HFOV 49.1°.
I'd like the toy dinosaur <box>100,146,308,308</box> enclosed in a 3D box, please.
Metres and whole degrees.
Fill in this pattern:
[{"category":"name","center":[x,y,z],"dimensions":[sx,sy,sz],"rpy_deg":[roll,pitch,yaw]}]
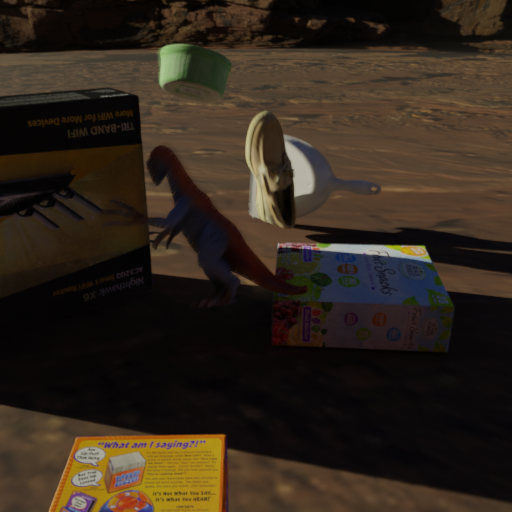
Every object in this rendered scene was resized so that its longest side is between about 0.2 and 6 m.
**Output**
[{"category":"toy dinosaur","center":[-0.628,-0.370,6.486],"dimensions":[2.114,1.918,1.110],"rpy_deg":[-6,-4,-6]}]

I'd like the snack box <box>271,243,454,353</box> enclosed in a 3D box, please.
[{"category":"snack box","center":[1.251,0.457,7.112],"dimensions":[2.046,0.693,1.726],"rpy_deg":[2,25,3]}]

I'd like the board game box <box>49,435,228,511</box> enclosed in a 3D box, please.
[{"category":"board game box","center":[-0.702,1.897,3.567],"dimensions":[1.037,1.037,1.036],"rpy_deg":[0,25,-1]}]

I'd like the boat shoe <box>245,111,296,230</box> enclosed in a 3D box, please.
[{"category":"boat shoe","center":[0.331,-1.325,8.989],"dimensions":[0.727,2.015,0.655],"rpy_deg":[-33,45,-30]}]

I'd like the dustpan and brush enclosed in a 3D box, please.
[{"category":"dustpan and brush","center":[1.013,-1.267,9.741],"dimensions":[2.229,1.555,0.638],"rpy_deg":[13,18,28]}]

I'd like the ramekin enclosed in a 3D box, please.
[{"category":"ramekin","center":[-0.891,-2.582,8.018],"dimensions":[1.021,0.499,1.021],"rpy_deg":[9,0,0]}]

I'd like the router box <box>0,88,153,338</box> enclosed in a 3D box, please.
[{"category":"router box","center":[-3.026,-0.453,6.674],"dimensions":[3.449,2.711,0.901],"rpy_deg":[-18,30,-33]}]
